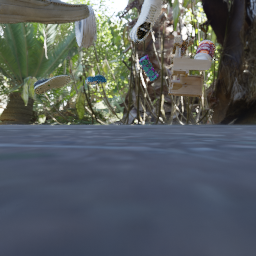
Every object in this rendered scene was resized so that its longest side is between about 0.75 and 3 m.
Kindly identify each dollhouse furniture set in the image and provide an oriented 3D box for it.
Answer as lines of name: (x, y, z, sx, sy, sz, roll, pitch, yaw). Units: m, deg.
dollhouse furniture set: (2.096, -2.071, 9.457, 1.245, 1.457, 2.812, 4, -6, 7)

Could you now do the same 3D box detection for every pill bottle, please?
pill bottle: (2.897, -2.733, 10.644, 0.662, 1.159, 0.662, 17, -34, 12)

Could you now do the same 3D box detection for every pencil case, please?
pencil case: (0.794, -2.241, 10.529, 0.429, 0.928, 0.395, -18, 22, 44)

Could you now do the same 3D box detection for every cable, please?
cable: (-1.743, -4.079, 11.344, 0.573, 1.655, 1.656, -4, 7, -23)

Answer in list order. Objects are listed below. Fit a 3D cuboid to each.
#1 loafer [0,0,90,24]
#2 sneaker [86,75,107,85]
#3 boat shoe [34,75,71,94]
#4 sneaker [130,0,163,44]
loafer: (-2.121, -2.854, 6.404, 2.577, 0.899, 0.901, -10, 22, -26)
sneaker: (-1.422, -2.114, 12.514, 0.964, 0.369, 0.389, -4, -17, -28)
boat shoe: (-3.293, -2.007, 12.160, 1.633, 0.587, 0.552, -20, 44, -6)
sneaker: (0.728, -3.850, 9.823, 0.725, 1.897, 0.764, 21, 16, -12)
